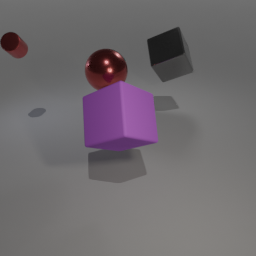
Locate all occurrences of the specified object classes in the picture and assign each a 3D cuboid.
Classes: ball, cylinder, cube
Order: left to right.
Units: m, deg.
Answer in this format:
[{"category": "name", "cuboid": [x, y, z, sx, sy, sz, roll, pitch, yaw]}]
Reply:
[{"category": "cylinder", "cuboid": [-3.986, -2.895, 9.841, 0.700, 0.700, 0.700, 2, -7, 4]}, {"category": "ball", "cuboid": [-0.706, -1.869, 9.145, 1.400, 1.400, 1.400, 0, 29, 0]}, {"category": "cube", "cuboid": [-0.210, -0.229, 7.442, 1.400, 1.400, 1.400, -16, -18, 37]}, {"category": "cube", "cuboid": [1.745, -2.971, 11.524, 1.400, 1.400, 1.400, -16, 64, 22]}]
